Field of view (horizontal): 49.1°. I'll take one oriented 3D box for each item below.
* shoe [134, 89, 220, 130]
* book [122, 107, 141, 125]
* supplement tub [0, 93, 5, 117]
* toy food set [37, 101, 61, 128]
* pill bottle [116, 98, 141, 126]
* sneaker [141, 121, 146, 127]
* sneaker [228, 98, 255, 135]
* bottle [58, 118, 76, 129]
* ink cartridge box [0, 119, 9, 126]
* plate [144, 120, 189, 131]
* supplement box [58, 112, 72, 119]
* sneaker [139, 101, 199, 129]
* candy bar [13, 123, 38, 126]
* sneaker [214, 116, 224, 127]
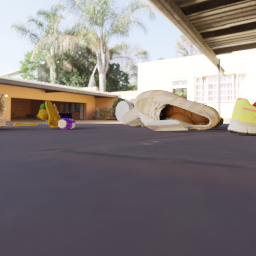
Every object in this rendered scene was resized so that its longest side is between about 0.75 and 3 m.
[{"bbox_3d":[1.089,-0.445,6.863,2.210,0.773,0.590,15,27,25],"label":"shoe"},{"bbox_3d":[1.409,-0.607,12.050,2.852,0.685,1.906,1,-19,-42],"label":"book"},{"bbox_3d":[-4.809,-0.759,8.486,1.589,1.589,2.201,0,1,-4],"label":"supplement tub"},{"bbox_3d":[-2.663,-0.379,9.321,0.512,0.922,1.567,-21,2,-3],"label":"toy food set"},{"bbox_3d":[0.617,-0.741,13.411,2.385,1.320,1.320,-1,2,-42],"label":"pill bottle"},{"bbox_3d":[1.102,-0.216,10.787,0.742,0.391,1.028,-5,3,-44],"label":"sneaker"},{"bbox_3d":[2.458,-0.232,4.730,1.550,0.700,0.606,1,-1,-15],"label":"sneaker"},{"bbox_3d":[-1.840,-0.125,8.323,0.410,0.321,0.982,2,1,0],"label":"bottle"},{"bbox_3d":[-6.141,-0.234,12.828,1.553,0.347,1.368,1,3,28],"label":"ink cartridge box"},{"bbox_3d":[0.878,-0.059,6.317,0.826,0.134,0.824,-2,-9,24],"label":"plate"},{"bbox_3d":[-2.601,-0.311,10.860,0.571,0.575,1.049,-1,1,-30],"label":"supplement box"},{"bbox_3d":[1.570,-0.406,8.806,1.495,0.917,2.298,5,-6,-43],"label":"sneaker"},{"bbox_3d":[-5.430,-0.180,14.799,1.285,0.142,0.320,-1,2,-38],"label":"candy bar"},{"bbox_3d":[2.722,-0.461,10.599,0.774,0.894,1.981,1,2,-37],"label":"sneaker"}]
